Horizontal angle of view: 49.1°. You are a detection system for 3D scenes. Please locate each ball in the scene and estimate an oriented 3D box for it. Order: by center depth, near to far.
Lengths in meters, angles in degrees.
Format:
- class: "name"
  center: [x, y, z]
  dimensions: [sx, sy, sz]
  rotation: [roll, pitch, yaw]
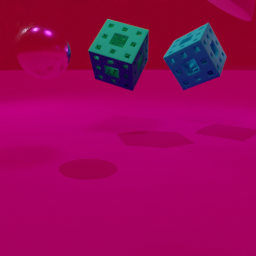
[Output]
- class: "ball"
  center: [-1.686, -1.521, 5.636]
  dimensions: [1.057, 1.057, 1.057]
  rotation: [0, 13, 0]

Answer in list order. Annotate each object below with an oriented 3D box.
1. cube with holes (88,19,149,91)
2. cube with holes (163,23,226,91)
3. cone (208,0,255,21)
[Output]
- class: "cube with holes"
  center: [-0.210, -2.010, 7.812]
  dimensions: [1.211, 1.211, 1.211]
  rotation: [19, -24, 12]
- class: "cube with holes"
  center: [2.077, -2.162, 8.587]
  dimensions: [1.241, 1.241, 1.241]
  rotation: [-18, 28, 40]
- class: "cone"
  center: [1.788, -2.496, 4.350]
  dimensions: [1.147, 1.152, 1.147]
  rotation: [28, 21, -12]
